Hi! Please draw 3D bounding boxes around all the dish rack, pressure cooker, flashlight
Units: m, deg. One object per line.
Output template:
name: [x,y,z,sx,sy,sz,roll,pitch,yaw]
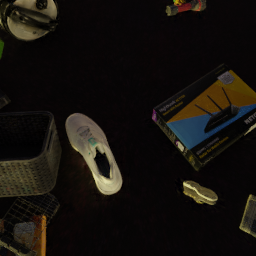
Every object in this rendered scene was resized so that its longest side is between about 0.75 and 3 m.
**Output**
dish rack: [-2.562,2.353,7.195,1.235,0.439,1.610,24,63,11]
pressure cooker: [-3.688,-4.315,9.855,2.119,2.152,2.409,-33,68,-18]
flashlight: [2.288,-4.748,10.991,1.491,0.505,0.507,-15,65,-9]

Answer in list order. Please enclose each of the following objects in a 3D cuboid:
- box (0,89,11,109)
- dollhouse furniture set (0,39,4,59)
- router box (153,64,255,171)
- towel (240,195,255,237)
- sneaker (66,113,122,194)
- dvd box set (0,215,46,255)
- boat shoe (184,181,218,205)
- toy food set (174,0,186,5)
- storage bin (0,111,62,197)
box: [-5.568,-1.210,9.268,2.808,0.507,2.008,41,71,17]
dollhouse furniture set: [-3.101,-1.292,5.575,0.824,1.258,0.631,2,26,-46]
router box: [2.579,-0.414,8.729,2.962,0.756,2.209,-33,69,-15]
towel: [3.689,2.501,7.679,1.025,0.184,1.064,24,68,14]
sneaker: [-0.988,0.507,8.031,1.041,1.224,2.766,-30,68,-12]
dvd box set: [-3.039,3.592,6.996,1.874,0.376,2.561,-5,64,-2]
boat shoe: [1.457,1.353,5.684,0.331,0.929,0.280,-1,101,-23]
toy food set: [2.027,-5.011,11.172,0.480,0.267,0.816,23,26,2]
storage bin: [-3.404,0.686,7.526,2.861,1.341,1.934,-4,40,-1]
